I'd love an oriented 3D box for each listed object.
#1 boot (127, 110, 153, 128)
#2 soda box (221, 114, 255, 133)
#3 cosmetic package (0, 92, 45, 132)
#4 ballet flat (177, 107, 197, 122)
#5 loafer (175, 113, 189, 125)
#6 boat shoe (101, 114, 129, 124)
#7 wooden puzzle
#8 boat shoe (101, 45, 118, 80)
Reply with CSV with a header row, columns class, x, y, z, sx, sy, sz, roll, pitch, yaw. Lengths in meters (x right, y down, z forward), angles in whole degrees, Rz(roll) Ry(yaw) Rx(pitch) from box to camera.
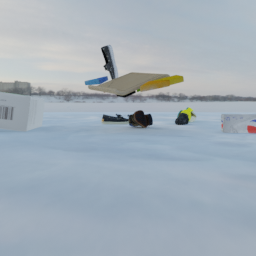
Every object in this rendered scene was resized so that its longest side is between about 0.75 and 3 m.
class,x,y,z,sx,sy,sz,roll,pitch,yaw
boot,0.238,-0.210,8.830,0.725,0.559,1.496,-12,-8,22
soda box,3.122,-0.115,6.994,1.483,0.471,0.506,1,4,10
cosmetic package,-3.286,-0.501,8.234,1.254,0.988,2.330,7,4,-9
ballet flat,2.802,-0.542,12.928,0.680,0.678,2.029,24,15,18
loafer,2.065,-0.363,10.719,0.433,0.447,1.274,2,4,24
boat shoe,-0.376,-0.353,10.911,1.333,0.415,0.497,1,2,-9
wooden puzzle,0.027,-1.195,7.673,1.911,0.331,2.833,-19,22,-23
boat shoe,-0.663,-2.204,9.714,0.432,1.305,0.456,-15,15,-18
